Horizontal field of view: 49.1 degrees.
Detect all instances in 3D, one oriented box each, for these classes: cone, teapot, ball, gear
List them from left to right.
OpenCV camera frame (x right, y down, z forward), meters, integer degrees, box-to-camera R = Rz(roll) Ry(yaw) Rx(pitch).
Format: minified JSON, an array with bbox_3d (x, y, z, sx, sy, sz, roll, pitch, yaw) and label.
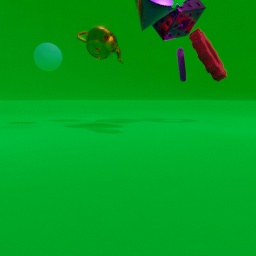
[{"bbox_3d":[-2.571,-2.282,9.006,0.877,0.877,0.877,0,6,0],"label":"ball"},{"bbox_3d":[-0.912,-2.862,9.790,1.860,0.911,1.157,25,-29,-7],"label":"teapot"},{"bbox_3d":[0.650,-3.414,8.063,1.664,1.664,1.671,-2,-26,-17],"label":"cone"},{"bbox_3d":[2.850,-2.582,9.938,0.361,1.952,1.952,-30,-9,28],"label":"gear"}]

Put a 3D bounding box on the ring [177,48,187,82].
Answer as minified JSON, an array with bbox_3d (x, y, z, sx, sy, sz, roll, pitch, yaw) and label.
[{"bbox_3d":[2.010,-2.358,10.484,0.249,1.247,1.247,-6,5,12],"label":"ring"}]

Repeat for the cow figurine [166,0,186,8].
[{"bbox_3d":[1.130,-3.417,6.278,0.693,1.243,1.263,23,20,-46],"label":"cow figurine"}]

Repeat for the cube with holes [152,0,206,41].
[{"bbox_3d":[1.575,-3.952,9.544,1.223,1.223,1.223,-22,-20,-30],"label":"cube with holes"}]
